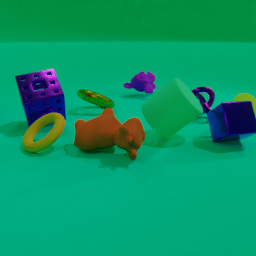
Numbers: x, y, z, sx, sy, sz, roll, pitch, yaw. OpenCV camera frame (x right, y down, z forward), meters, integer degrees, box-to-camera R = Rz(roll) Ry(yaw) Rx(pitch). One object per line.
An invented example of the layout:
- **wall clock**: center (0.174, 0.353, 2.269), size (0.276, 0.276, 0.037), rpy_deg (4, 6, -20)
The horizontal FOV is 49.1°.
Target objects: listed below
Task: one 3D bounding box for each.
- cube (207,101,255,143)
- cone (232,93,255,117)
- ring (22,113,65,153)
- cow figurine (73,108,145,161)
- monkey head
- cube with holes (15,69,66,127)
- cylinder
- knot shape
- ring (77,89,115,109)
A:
- **cube**: center (2.724, -0.150, 7.361), size (0.862, 0.862, 0.862), rpy_deg (-4, -15, -13)
- **cone**: center (3.320, -0.419, 8.766), size (1.088, 1.088, 1.092), rpy_deg (-8, -7, -21)
- **ring**: center (-2.152, 0.101, 7.145), size (1.252, 0.250, 1.252), rpy_deg (-20, 40, 18)
- **cow figurine**: center (-0.488, 0.200, 6.705), size (1.737, 0.954, 1.709), rpy_deg (-19, 30, 0)
- **monkey head**: center (0.711, -1.941, 12.790), size (1.706, 1.227, 1.028), rpy_deg (-3, -24, -24)
- **cube with holes**: center (-2.666, -0.906, 8.630), size (1.164, 1.164, 1.164), rpy_deg (-16, 58, -20)
- **cylinder**: center (1.203, -0.534, 7.689), size (1.221, 1.221, 1.221), rpy_deg (-38, 5, 24)
- **knot shape**: center (2.579, -0.738, 9.529), size (0.595, 1.288, 1.205), rpy_deg (-31, 73, -22)
- **ring**: center (-1.202, -1.077, 10.495), size (1.494, 0.299, 1.494), rpy_deg (19, -4, 1)
